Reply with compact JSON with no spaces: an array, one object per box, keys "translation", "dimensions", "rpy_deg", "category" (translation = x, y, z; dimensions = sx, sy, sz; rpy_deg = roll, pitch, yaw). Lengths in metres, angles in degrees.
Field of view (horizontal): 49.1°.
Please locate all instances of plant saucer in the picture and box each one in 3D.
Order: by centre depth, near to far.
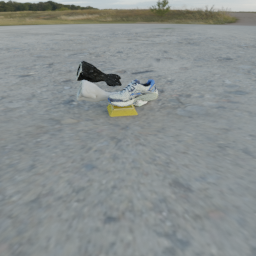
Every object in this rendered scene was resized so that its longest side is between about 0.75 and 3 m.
[{"translation":[-0.204,-0.668,9.326],"dimensions":[0.928,0.225,0.928],"rpy_deg":[-4,26,-9],"category":"plant saucer"}]

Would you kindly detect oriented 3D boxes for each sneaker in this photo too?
[{"translation":[0.131,-1.156,8.620],"dimensions":[1.626,0.693,0.626],"rpy_deg":[-15,32,-17],"category":"sneaker"}]

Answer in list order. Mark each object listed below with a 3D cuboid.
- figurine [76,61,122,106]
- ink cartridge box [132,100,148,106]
[{"translation":[-0.863,-1.391,9.274],"dimensions":[1.573,0.694,1.612],"rpy_deg":[10,45,-23],"category":"figurine"},{"translation":[0.318,-1.196,10.433],"dimensions":[1.088,0.339,1.352],"rpy_deg":[16,24,31],"category":"ink cartridge box"}]
